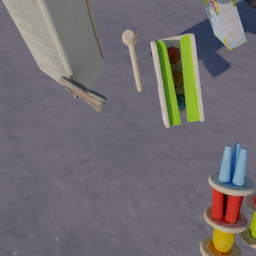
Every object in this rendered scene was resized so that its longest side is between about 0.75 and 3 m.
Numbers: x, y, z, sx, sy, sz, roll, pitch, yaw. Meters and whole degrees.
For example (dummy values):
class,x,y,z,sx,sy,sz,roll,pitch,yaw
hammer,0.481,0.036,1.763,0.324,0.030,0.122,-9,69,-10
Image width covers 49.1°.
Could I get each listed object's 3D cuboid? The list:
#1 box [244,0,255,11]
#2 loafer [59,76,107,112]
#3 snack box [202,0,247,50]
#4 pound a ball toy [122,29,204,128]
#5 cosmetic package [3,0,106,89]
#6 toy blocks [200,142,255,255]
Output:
class,x,y,z,sx,sy,sz,roll,pitch,yaw
box,3.950,-4.031,7.674,1.663,2.100,0.508,37,88,-10
loafer,-1.031,-0.744,6.162,1.159,0.364,0.417,28,17,4
snack box,2.785,-3.397,8.333,0.585,1.729,1.458,-27,32,15
pound a ball toy,0.607,-0.895,4.804,1.111,1.703,0.723,-11,17,5
cosmetic package,-1.548,-2.189,6.054,1.541,2.977,1.088,34,72,18
toy blocks,2.041,1.159,4.707,1.649,1.979,0.719,-7,20,-24
